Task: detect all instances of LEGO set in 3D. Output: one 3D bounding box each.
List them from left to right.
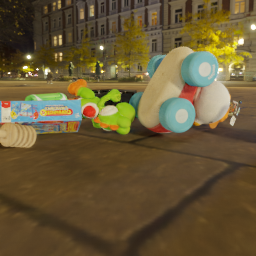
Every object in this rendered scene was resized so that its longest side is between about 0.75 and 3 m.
[{"bbox_3d":[3.530,-0.533,9.308,0.213,0.866,0.647,23,4,29],"label":"LEGO set"}]

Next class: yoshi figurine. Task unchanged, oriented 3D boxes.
[{"bbox_3d":[-0.740,-0.595,8.709,2.369,1.326,1.331,31,-14,23],"label":"yoshi figurine"}]

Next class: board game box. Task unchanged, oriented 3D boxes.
[{"bbox_3d":[-2.222,-0.244,7.432,1.847,0.527,1.886,-2,-9,-13],"label":"board game box"}]

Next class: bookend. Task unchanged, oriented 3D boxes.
[{"bbox_3d":[-0.971,-1.560,15.044,2.058,0.954,2.071,10,15,42],"label":"bookend"}]

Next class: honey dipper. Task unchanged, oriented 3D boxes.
[{"bbox_3d":[-3.032,0.065,5.484,0.552,0.552,2.905,5,-3,26],"label":"honey dipper"}]

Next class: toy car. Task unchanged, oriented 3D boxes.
[{"bbox_3d":[2.027,-0.724,8.645,2.947,2.606,2.716,26,1,-23],"label":"toy car"}]

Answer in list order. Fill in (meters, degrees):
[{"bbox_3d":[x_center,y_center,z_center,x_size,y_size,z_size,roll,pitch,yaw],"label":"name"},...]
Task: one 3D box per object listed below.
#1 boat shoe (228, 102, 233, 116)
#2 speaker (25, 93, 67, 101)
[{"bbox_3d":[3.716,-0.793,11.823,1.782,0.606,0.641,-7,13,-33],"label":"boat shoe"},{"bbox_3d":[-3.905,-1.236,13.531,0.911,0.911,2.061,6,12,31],"label":"speaker"}]
